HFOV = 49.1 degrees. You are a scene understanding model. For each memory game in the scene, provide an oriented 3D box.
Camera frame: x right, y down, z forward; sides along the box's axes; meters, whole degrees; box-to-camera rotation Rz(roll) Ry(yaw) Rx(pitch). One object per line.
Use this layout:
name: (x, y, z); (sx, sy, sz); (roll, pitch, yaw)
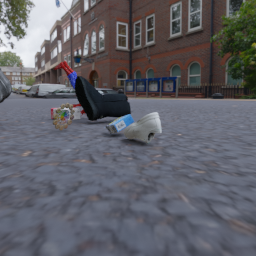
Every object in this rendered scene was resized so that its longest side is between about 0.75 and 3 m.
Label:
memory game: (-1.821, -0.317, 7.996); (0.053, 0.834, 0.834); (23, 18, 28)

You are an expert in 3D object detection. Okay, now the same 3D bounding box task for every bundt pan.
bundt pan: (-4.581, -0.850, 8.780); (2.286, 0.858, 2.286); (-36, 19, 14)

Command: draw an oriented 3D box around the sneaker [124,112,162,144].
sneaker: (0.320, 0.120, 6.208); (0.458, 0.538, 1.217); (-14, -12, -32)

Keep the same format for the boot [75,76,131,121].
boot: (-0.938, -1.130, 10.600); (1.716, 2.042, 0.780); (-7, -35, -35)

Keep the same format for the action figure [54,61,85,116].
action figure: (-2.165, -1.345, 11.577); (1.292, 2.611, 0.852); (-39, 12, 18)

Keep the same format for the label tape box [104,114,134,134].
label tape box: (-0.248, -0.089, 7.324); (0.548, 0.253, 0.764); (-33, 7, -24)

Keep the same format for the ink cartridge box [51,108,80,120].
ink cartridge box: (-2.573, -0.588, 11.532); (0.776, 0.452, 1.072); (-8, 11, -42)
